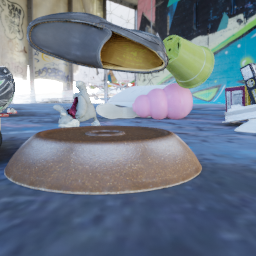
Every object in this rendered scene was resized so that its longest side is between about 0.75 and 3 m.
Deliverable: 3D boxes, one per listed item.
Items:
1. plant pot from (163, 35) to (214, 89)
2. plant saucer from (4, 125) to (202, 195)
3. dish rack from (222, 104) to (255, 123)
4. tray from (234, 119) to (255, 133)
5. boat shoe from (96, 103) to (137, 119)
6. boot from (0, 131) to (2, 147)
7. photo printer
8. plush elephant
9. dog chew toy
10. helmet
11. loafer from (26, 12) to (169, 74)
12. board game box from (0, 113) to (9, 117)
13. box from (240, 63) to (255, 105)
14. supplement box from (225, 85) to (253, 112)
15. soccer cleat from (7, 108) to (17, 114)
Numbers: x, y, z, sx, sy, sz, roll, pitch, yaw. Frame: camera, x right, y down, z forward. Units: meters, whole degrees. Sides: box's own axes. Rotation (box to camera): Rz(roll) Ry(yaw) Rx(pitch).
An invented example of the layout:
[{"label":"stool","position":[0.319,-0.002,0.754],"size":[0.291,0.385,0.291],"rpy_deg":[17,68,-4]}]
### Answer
[{"label":"plant pot","position":[1.725,-2.230,9.039],"size":[1.464,1.542,1.542],"rpy_deg":[18,-8,-43]},{"label":"plant saucer","position":[-0.281,0.244,3.474],"size":[2.324,0.425,2.324],"rpy_deg":[0,5,0]},{"label":"dish rack","position":[3.815,-0.518,8.138],"size":[1.935,0.491,2.255],"rpy_deg":[-9,-2,27]},{"label":"tray","position":[4.029,-0.115,7.311],"size":[1.512,0.312,2.817],"rpy_deg":[4,7,41]},{"label":"boat shoe","position":[-0.490,-0.670,11.231],"size":[1.670,0.600,0.497],"rpy_deg":[3,4,-18]},{"label":"boot","position":[-2.995,0.013,3.294],"size":[2.712,0.982,1.957],"rpy_deg":[1,6,-28]},{"label":"photo printer","position":[0.470,-1.266,12.831],"size":[2.654,0.921,2.208],"rpy_deg":[4,28,37]},{"label":"plush elephant","position":[-1.355,-0.356,6.916],"size":[0.977,1.261,1.039],"rpy_deg":[-26,1,-19]},{"label":"dog chew toy","position":[1.273,-0.931,10.646],"size":[2.218,1.381,1.381],"rpy_deg":[-9,6,-1]},{"label":"helmet","position":[-5.827,-1.585,11.394],"size":[2.264,2.375,2.375],"rpy_deg":[21,-1,-19]},{"label":"loafer","position":[-0.422,-1.239,4.141],"size":[2.157,0.785,0.780],"rpy_deg":[4,24,-8]},{"label":"board game box","position":[-6.096,-0.618,12.791],"size":[0.773,0.146,1.501],"rpy_deg":[-7,9,-41]},{"label":"box","position":[4.937,-1.278,10.006],"size":[1.655,2.053,0.504],"rpy_deg":[-6,-16,-37]},{"label":"supplement box","position":[4.730,-1.004,10.919],"size":[1.900,1.244,0.980],"rpy_deg":[-3,2,-37]},{"label":"soccer cleat","position":[-6.054,-0.908,14.644],"size":[0.258,0.320,0.752],"rpy_deg":[2,7,12]}]
